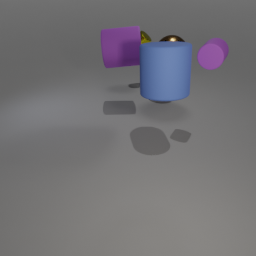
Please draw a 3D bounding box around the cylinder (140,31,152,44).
[{"bbox_3d":[0.645,-4.152,13.400,0.700,0.700,0.700,31,35,-25],"label":"cylinder"}]

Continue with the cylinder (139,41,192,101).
[{"bbox_3d":[1.025,-1.601,7.747,1.400,1.400,1.400,-2,22,1],"label":"cylinder"}]

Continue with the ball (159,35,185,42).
[{"bbox_3d":[1.851,-3.242,11.968,1.400,1.400,1.400,0,29,0],"label":"ball"}]

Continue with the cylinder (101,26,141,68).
[{"bbox_3d":[-0.217,-2.991,10.405,1.400,1.400,1.400,-5,29,3],"label":"cylinder"}]

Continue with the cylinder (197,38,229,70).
[{"bbox_3d":[2.314,-2.021,7.612,0.700,0.700,0.700,14,35,24],"label":"cylinder"}]
